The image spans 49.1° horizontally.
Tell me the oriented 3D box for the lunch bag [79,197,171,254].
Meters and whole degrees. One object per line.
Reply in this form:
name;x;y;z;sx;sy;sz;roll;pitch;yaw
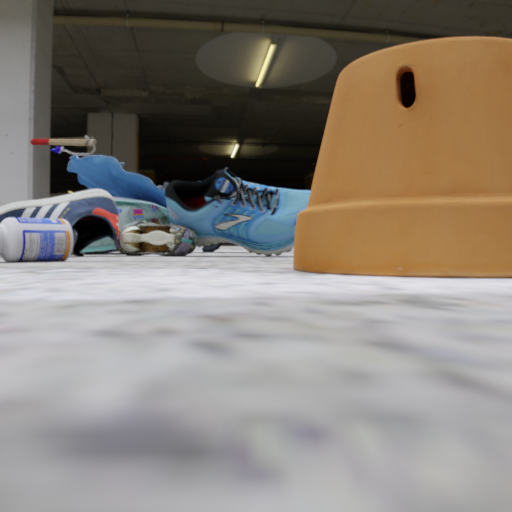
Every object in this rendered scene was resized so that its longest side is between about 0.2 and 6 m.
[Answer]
lunch bag;-2.930;-0.666;12.381;2.126;1.297;1.811;-6;3;-21

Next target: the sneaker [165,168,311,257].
sneaker;-0.292;-0.827;9.653;2.985;1.170;1.343;-1;-37;19

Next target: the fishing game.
fishing game;-2.927;-1.640;13.124;3.063;0.665;4.278;10;-20;38

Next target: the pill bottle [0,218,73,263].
pill bottle;-2.819;-0.190;6.877;0.989;0.554;0.554;-1;2;-42

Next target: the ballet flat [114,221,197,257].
ballet flat;-1.955;-0.317;9.986;1.861;0.669;0.669;2;2;28

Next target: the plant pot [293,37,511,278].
plant pot;1.536;-0.727;4.809;2.467;1.727;2.467;-1;1;0

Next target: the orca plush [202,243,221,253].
orca plush;-1.077;-0.718;14.929;3.187;1.677;1.133;-27;-28;38

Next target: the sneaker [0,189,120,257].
sneaker;-3.547;-0.357;9.546;2.507;1.059;0.940;-20;-34;-15
